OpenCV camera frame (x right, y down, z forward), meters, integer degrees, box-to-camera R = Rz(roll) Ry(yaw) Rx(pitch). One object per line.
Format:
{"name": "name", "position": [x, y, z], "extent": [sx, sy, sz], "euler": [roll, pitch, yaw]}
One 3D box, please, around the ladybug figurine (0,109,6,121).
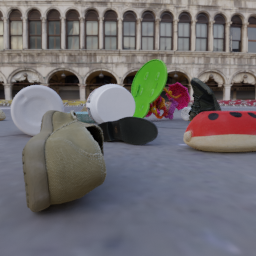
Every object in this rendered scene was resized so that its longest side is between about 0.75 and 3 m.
{"name": "ladybug figurine", "position": [-5.889, -0.562, 11.700], "extent": [1.448, 0.521, 0.983], "euler": [-4, 7, -34]}

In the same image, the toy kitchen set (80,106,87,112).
{"name": "toy kitchen set", "position": [-1.820, -0.538, 12.803], "extent": [0.763, 0.689, 0.623], "euler": [40, 9, -2]}

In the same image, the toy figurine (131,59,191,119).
{"name": "toy figurine", "position": [1.591, -1.208, 12.050], "extent": [2.459, 2.672, 2.006], "euler": [21, -4, -37]}

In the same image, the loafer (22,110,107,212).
{"name": "loafer", "position": [-0.559, 0.240, 2.779], "extent": [0.631, 0.712, 1.872], "euler": [0, 15, -9]}

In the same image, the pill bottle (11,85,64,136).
{"name": "pill bottle", "position": [-2.272, -0.464, 7.284], "extent": [1.175, 1.175, 2.074], "euler": [-1, 5, -13]}

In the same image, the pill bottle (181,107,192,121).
{"name": "pill bottle", "position": [2.802, -0.607, 11.898], "extent": [1.051, 0.574, 0.574], "euler": [-4, 7, -36]}

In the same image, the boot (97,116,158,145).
{"name": "boot", "position": [0.189, -0.011, 5.915], "extent": [1.532, 0.531, 1.334], "euler": [1, 6, 34]}

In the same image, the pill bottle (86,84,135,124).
{"name": "pill bottle", "position": [-0.562, -0.672, 8.691], "extent": [1.323, 1.323, 2.284], "euler": [-1, 6, -12]}

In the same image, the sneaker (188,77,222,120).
{"name": "sneaker", "position": [2.598, -0.893, 10.183], "extent": [1.947, 1.116, 0.744], "euler": [50, -2, -39]}

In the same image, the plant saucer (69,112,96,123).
{"name": "plant saucer", "position": [-1.381, -0.431, 11.096], "extent": [2.000, 0.385, 2.000], "euler": [0, 6, 0]}

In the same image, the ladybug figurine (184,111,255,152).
{"name": "ladybug figurine", "position": [1.769, 0.027, 4.860], "extent": [1.788, 0.643, 1.214], "euler": [-2, 6, -24]}
